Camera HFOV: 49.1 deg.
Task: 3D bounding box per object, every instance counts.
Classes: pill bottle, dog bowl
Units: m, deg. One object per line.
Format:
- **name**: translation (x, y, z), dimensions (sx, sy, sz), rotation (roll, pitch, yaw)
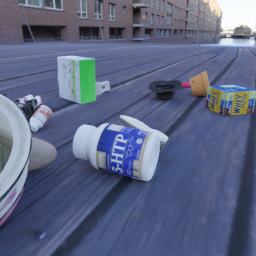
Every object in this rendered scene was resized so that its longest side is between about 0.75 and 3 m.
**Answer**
- **pill bottle**: translation (-2.617, -0.277, 8.277), dimensions (0.421, 0.421, 0.751), rotation (12, 56, 28)
- **dog bowl**: translation (-2.796, 0.614, 4.110), dimensions (2.806, 1.035, 2.806), rotation (4, 46, -4)
- **pill bottle**: translation (-0.241, 0.437, 5.771), dimensions (1.637, 0.980, 0.980), rotation (10, 23, 17)

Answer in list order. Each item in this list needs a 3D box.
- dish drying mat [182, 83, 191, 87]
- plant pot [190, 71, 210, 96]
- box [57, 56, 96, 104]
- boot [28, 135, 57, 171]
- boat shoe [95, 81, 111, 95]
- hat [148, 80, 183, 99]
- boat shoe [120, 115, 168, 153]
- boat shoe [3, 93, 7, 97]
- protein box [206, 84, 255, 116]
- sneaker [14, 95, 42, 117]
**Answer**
- **dish drying mat**: translation (2.711, -2.179, 14.147), dimensions (1.558, 0.142, 0.598), rotation (0, 21, -1)
- **plant pot**: translation (3.121, -1.849, 12.127), dimensions (0.756, 1.080, 1.080), rotation (-11, 17, 16)
- **box**: translation (-2.106, -1.982, 11.364), dimensions (0.831, 1.718, 1.516), rotation (-18, 26, -41)
- **boot**: translation (-2.481, 0.796, 4.916), dimensions (2.571, 0.903, 1.880), rotation (-1, 19, -20)
- **boat shoe**: translation (-1.489, -1.785, 12.658), dimensions (0.724, 0.583, 1.561), rotation (0, 13, 32)
- **hat**: translation (1.580, -1.524, 11.744), dimensions (1.561, 0.630, 1.561), rotation (-6, 26, 3)
- **boat shoe**: translation (0.299, 0.113, 6.738), dimensions (1.391, 0.416, 0.497), rotation (30, 20, 30)
- **boat shoe**: translation (-5.456, -1.277, 11.465), dimensions (1.065, 0.332, 0.397), rotation (1, 22, 6)
- **protein box**: translation (3.683, -1.043, 10.099), dimensions (1.227, 0.828, 1.218), rotation (-6, 21, -16)
- **sneaker**: translation (-3.357, -0.610, 9.294), dimensions (0.848, 0.789, 1.964), rotation (-21, 17, -28)
